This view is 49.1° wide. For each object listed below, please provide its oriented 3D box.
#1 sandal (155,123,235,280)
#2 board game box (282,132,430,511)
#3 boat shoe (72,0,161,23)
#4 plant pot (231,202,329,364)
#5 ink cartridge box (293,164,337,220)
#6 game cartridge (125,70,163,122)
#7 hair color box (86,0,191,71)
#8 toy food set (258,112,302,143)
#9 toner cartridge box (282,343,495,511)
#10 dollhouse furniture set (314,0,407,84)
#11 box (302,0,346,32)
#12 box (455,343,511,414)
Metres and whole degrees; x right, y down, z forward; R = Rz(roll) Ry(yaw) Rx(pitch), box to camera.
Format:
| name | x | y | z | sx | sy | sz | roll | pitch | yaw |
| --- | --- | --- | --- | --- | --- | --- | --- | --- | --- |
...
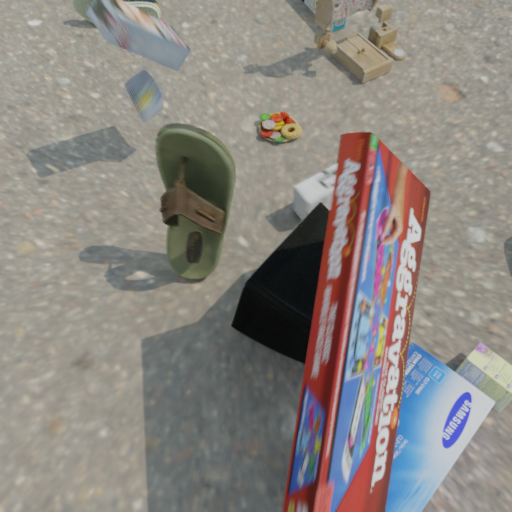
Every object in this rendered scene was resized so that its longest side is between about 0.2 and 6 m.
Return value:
| name | x | y | z | sx | sy | sz | roll | pitch | yaw |
| --- | --- | --- | --- | --- | --- | --- | --- | --- | --- |
| sandal | -0.908 | -0.611 | 8.223 | 1.128 | 2.840 | 0.810 | 7 | 41 | 6 |
| board game box | 1.180 | 0.944 | 6.051 | 0.389 | 2.060 | 4.002 | 6 | 83 | 32 |
| boat shoe | -3.207 | -5.768 | 13.000 | 2.015 | 0.752 | 0.627 | 4 | 51 | -3 |
| plant pot | 0.847 | 0.631 | 8.219 | 1.569 | 1.765 | 1.769 | 39 | 64 | 11 |
| ink cartridge box | 1.319 | -1.158 | 9.807 | 1.316 | 0.763 | 0.446 | -29 | 65 | -13 |
| game cartridge | -1.940 | -2.818 | 9.849 | 0.158 | 0.783 | 0.522 | 25 | 61 | 37 |
| hair color box | -1.850 | -3.576 | 8.970 | 1.509 | 0.458 | 0.747 | 3 | 45 | -53 |
| toy food set | 0.446 | -2.568 | 11.158 | 0.828 | 0.204 | 0.837 | -13 | 58 | -8 |
| toner cartridge box | 1.778 | 2.632 | 7.438 | 1.365 | 0.621 | 2.875 | 37 | 64 | 20 |
| dollhouse furniture set | 2.406 | -4.992 | 11.415 | 2.105 | 2.468 | 1.205 | -28 | 61 | -18 |
| box | 1.586 | -5.982 | 13.183 | 0.372 | 0.622 | 1.513 | -22 | 59 | -15 |
| box | 3.340 | 1.728 | 8.011 | 0.793 | 0.383 | 0.698 | 40 | 33 | 22 |
